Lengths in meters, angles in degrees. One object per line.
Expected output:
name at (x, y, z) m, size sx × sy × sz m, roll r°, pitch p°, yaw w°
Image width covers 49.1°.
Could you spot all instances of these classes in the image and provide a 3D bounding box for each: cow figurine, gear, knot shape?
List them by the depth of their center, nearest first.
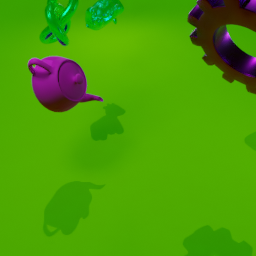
gear at (1.813, -1.250, 4.160) m, size 1.991 × 1.991 × 0.368 m, roll 35°, pitch 81°, yaw 33°
knot shape at (-1.385, -2.063, 5.513) m, size 0.559 × 1.132 × 1.209 m, roll 13°, pitch 66°, yaw -20°
cow figurine at (-0.685, -3.250, 7.970) m, size 1.425 × 0.782 × 1.402 m, roll -44°, pitch 13°, yaw -13°

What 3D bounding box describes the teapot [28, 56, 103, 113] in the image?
teapot at (-1.279, -0.896, 5.758) m, size 0.916 × 1.871 × 1.163 m, roll -6°, pitch 67°, yaw 33°
